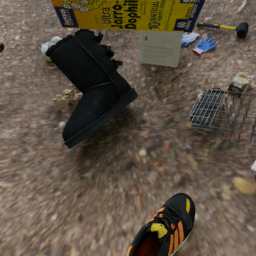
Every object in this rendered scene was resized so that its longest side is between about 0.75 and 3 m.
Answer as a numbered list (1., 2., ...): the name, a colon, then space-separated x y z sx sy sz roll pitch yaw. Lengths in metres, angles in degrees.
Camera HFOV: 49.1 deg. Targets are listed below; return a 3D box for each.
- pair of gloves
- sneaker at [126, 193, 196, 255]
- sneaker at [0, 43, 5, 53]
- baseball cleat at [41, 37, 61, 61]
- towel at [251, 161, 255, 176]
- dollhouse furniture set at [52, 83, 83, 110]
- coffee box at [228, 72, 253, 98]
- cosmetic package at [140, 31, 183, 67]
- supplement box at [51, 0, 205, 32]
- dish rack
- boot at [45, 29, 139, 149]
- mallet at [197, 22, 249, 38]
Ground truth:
1. pair of gloves: 2.527 -3.240 10.532 1.464 0.167 1.177 37 57 28
2. sneaker: 0.701 1.954 5.302 0.747 0.962 2.137 30 55 25
3. sneaker: -3.684 -2.261 7.367 1.112 0.427 0.493 7 90 27
4. baseball cleat: -2.255 -2.470 9.577 1.091 0.715 2.050 -34 46 -20
5. towel: 4.317 0.702 6.494 2.194 0.354 2.096 18 50 37
6. dollhouse furniture set: -1.455 -0.829 8.210 1.026 0.667 0.942 6 44 35
7. coffee box: 3.500 -1.355 8.720 0.461 0.321 0.806 29 54 24
8. cosmetic package: 1.162 -3.153 9.473 1.340 1.602 1.332 8 48 7
9. supplement box: 0.011 -2.994 5.467 2.883 1.569 1.579 2 80 1
10. dish rack: 2.955 -0.297 7.429 2.477 0.676 1.900 11 43 29
11. boot: -1.190 -1.144 7.254 2.376 1.073 2.899 53 52 -8
12. mallet: 3.788 -4.068 11.178 1.997 0.411 0.658 21 52 23
